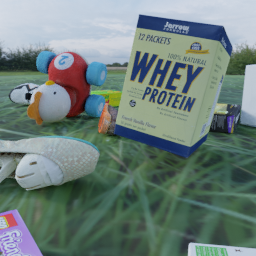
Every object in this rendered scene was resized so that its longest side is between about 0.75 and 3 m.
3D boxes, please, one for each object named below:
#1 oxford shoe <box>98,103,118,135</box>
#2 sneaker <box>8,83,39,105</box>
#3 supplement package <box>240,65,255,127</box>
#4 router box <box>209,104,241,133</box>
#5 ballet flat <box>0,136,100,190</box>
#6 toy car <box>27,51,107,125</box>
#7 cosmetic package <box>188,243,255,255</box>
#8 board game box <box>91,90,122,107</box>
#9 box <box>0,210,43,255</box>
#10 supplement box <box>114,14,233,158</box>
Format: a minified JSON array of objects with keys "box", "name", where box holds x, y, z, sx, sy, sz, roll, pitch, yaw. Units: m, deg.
[{"box":[-0.448,-0.213,8.299,0.737,0.721,2.022,16,18,-9],"name":"oxford shoe"},{"box":[-4.075,-1.495,12.791,2.733,1.008,1.093,-2,15,-6],"name":"sneaker"},{"box":[4.785,-0.884,8.171,1.329,1.866,2.396,-10,17,-37],"name":"supplement package"},{"box":[2.639,-0.397,8.977,1.664,0.553,2.116,6,15,25],"name":"router box"},{"box":[-1.746,0.640,4.518,2.675,0.902,0.834,0,41,18],"name":"ballet flat"},{"box":[-2.355,-1.178,9.262,2.440,2.342,2.648,15,29,16],"name":"toy car"},{"box":[1.021,1.266,2.093,1.102,0.467,0.593,0,11,8],"name":"cosmetic package"},{"box":[-1.556,-1.282,12.610,2.694,0.641,1.368,-10,16,-35],"name":"board game box"},{"box":[-1.205,1.349,1.798,1.475,0.422,2.156,-9,16,-33],"name":"box"},{"box":[1.017,-0.832,5.673,1.465,2.181,2.183,17,13,21],"name":"supplement box"}]
